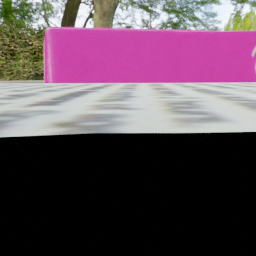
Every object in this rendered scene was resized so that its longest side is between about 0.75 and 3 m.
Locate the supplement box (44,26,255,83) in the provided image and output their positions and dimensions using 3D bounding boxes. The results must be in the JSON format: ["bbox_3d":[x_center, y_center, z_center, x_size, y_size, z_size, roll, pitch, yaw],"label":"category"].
[{"bbox_3d":[0.106,0.170,2.324,1.233,1.207,2.385,-2,0,-6],"label":"supplement box"}]

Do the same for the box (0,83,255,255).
[{"bbox_3d":[0.099,0.722,0.121,2.631,1.434,1.682,1,12,3],"label":"box"}]
